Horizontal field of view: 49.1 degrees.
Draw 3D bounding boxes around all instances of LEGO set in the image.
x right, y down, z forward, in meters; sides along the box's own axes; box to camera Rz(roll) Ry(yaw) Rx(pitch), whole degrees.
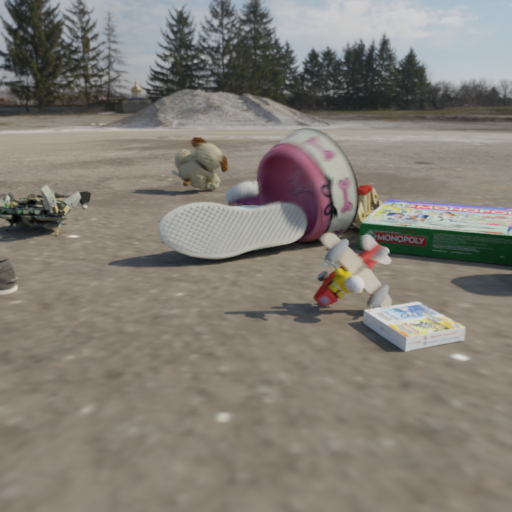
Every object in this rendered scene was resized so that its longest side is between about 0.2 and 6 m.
[{"bbox_3d":[-4.573,-0.895,11.744,2.194,0.958,3.379,-1,3,-9],"label":"LEGO set"}]

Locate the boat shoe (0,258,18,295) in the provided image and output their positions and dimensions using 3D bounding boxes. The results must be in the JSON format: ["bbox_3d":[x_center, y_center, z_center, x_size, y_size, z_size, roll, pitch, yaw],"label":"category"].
[{"bbox_3d":[-4.132,0.322,7.609,1.642,0.468,0.549,-6,17,-20],"label":"boat shoe"}]

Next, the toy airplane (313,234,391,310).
[{"bbox_3d":[1.238,0.224,6.896,0.989,0.984,0.698,5,21,0],"label":"toy airplane"}]

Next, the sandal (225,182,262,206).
[{"bbox_3d":[0.654,-1.158,12.390,2.988,0.734,1.216,-4,-9,-30],"label":"sandal"}]

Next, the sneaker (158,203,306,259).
[{"bbox_3d":[-0.475,-0.397,9.657,2.592,0.958,1.062,-1,-5,-24],"label":"sneaker"}]

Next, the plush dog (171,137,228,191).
[{"bbox_3d":[-1.526,-2.571,15.641,1.509,1.296,1.211,39,22,-6],"label":"plush dog"}]

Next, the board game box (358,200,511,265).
[{"bbox_3d":[4.003,-0.451,10.238,3.730,0.543,2.510,7,18,23],"label":"board game box"}]

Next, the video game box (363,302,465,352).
[{"bbox_3d":[1.792,0.795,6.449,0.791,0.203,0.868,-9,18,-20],"label":"video game box"}]

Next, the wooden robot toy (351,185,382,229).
[{"bbox_3d":[1.946,-0.936,11.501,0.973,0.944,2.144,-5,12,25],"label":"wooden robot toy"}]

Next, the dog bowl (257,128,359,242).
[{"bbox_3d":[0.841,-1.207,10.329,0.788,2.137,2.137,-26,27,-31],"label":"dog bowl"}]
